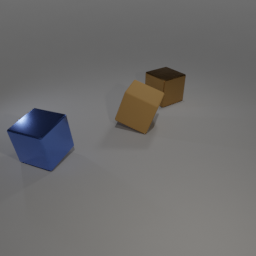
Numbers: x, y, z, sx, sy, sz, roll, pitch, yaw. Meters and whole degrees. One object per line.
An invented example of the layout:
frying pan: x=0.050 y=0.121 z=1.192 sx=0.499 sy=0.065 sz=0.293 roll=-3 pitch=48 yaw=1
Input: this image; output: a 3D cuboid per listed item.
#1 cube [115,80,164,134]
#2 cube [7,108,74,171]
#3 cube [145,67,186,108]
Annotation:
cube: x=0.487 y=-0.884 z=11.452 sx=1.400 sy=1.400 sz=1.400 roll=25 pitch=34 yaw=3
cube: x=-2.896 y=0.353 z=9.496 sx=1.400 sy=1.400 sz=1.400 roll=12 pitch=40 yaw=22
cube: x=1.794 y=-2.041 z=13.773 sx=1.400 sy=1.400 sz=1.400 roll=-21 pitch=37 yaw=-31
